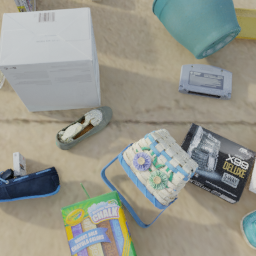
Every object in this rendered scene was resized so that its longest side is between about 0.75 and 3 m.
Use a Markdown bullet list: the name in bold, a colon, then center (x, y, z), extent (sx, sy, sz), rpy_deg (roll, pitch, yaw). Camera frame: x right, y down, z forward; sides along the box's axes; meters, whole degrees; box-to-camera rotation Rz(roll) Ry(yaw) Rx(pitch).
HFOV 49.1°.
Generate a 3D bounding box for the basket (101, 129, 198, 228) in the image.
- **basket**: center (0.563, 1.441, 8.568), extent (2.332, 1.840, 2.645), rpy_deg (46, 117, 15)

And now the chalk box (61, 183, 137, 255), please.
- **chalk box**: center (-0.847, 2.864, 8.081), extent (1.647, 1.655, 2.661), rpy_deg (-15, 69, -7)

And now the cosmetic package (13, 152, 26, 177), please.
- **cosmetic package**: center (-3.608, 1.282, 9.350), extent (0.207, 0.604, 0.801), rpy_deg (-11, 67, -5)

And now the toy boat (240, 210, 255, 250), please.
- **toy boat**: center (4.416, 3.339, 8.260), extent (1.704, 0.942, 2.027), rpy_deg (-16, 67, -8)

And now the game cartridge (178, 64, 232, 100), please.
- **game cartridge**: center (3.003, -1.832, 10.858), extent (1.973, 0.410, 1.314), rpy_deg (10, 62, 4)

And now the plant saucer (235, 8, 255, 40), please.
- **plant saucer**: center (5.075, -4.370, 11.953), extent (1.594, 0.386, 1.594), rpy_deg (6, 66, 3)

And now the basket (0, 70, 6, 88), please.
- **basket**: center (-5.225, -2.209, 10.826), extent (0.777, 0.707, 1.146), rpy_deg (6, 67, 3)

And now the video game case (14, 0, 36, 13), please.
- **video game case**: center (-4.215, -5.551, 11.394), extent (0.330, 2.340, 2.589), rpy_deg (-7, 66, -4)

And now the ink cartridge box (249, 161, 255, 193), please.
- **ink cartridge box**: center (5.293, 1.053, 8.851), extent (2.070, 1.200, 2.859), rpy_deg (27, 68, -7)

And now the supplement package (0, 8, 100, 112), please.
- **supplement package**: center (-2.442, -2.199, 9.636), extent (2.752, 2.878, 2.116), rpy_deg (-4, 66, -2)

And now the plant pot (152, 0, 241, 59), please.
- **plant pot**: center (2.800, -4.251, 10.775), extent (2.838, 2.838, 2.666), rpy_deg (-28, 84, -12)

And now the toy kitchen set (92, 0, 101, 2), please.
- **toy kitchen set**: center (-2.332, -6.758, 12.477), extent (2.272, 1.339, 1.821), rpy_deg (-1, 66, 0)

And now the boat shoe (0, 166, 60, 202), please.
- **boat shoe**: center (-3.703, 1.762, 8.905), extent (2.975, 1.252, 1.021), rpy_deg (-4, 84, -17)

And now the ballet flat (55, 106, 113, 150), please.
- **ballet flat**: center (-1.506, -0.086, 9.866), extent (2.377, 0.757, 0.801), rpy_deg (-38, 71, -15)

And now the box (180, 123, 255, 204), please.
- **box**: center (2.829, 1.150, 9.405), extent (2.354, 0.586, 1.856), rpy_deg (27, 68, 12)
